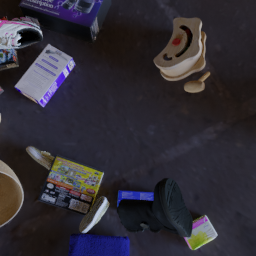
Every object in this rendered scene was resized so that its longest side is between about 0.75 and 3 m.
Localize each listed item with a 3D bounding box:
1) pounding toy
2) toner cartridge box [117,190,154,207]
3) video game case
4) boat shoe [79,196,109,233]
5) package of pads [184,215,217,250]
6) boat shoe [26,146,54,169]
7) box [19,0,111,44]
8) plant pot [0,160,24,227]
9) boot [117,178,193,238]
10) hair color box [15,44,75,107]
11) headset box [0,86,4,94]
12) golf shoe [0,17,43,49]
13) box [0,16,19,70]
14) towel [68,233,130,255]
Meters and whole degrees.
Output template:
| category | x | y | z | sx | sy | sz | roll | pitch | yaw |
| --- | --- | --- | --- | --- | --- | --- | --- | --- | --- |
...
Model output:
| category | x | y | z | sx | sy | sz | roll | pitch | yaw |
| --- | --- | --- | --- | --- | --- | --- | --- | --- | --- |
| pounding toy | 1.755 | -2.132 | 8.926 | 1.430 | 1.434 | 2.500 | -5 | 62 | 28 |
| toner cartridge box | 0.311 | 2.092 | 7.930 | 1.202 | 0.260 | 0.571 | 4 | 73 | 1 |
| video game case | -1.590 | 1.626 | 7.940 | 1.486 | 0.190 | 1.343 | 21 | 75 | -7 |
| boat shoe | -0.887 | 2.423 | 7.694 | 0.401 | 0.345 | 1.113 | 12 | 57 | 50 |
| package of pads | 1.947 | 2.878 | 7.698 | 0.839 | 0.286 | 0.648 | -28 | 76 | -7 |
| boat shoe | -2.446 | 0.884 | 8.241 | 1.187 | 0.427 | 0.368 | 37 | 62 | 1 |
| box | -2.014 | -4.102 | 9.309 | 2.476 | 0.976 | 1.748 | 18 | 73 | 5 |
| plant pot | -3.967 | 1.508 | 7.365 | 2.118 | 2.118 | 1.422 | -31 | 41 | -8 |
| boot | 0.406 | 1.689 | 5.820 | 1.512 | 1.800 | 0.687 | -4 | 46 | 27 |
| hair color box | -2.580 | -1.658 | 8.825 | 0.958 | 0.568 | 1.752 | 32 | 79 | 9 |
| headset box | -4.880 | -1.016 | 7.998 | 0.902 | 1.787 | 2.404 | 42 | 80 | 10 |
| golf shoe | -3.776 | -2.848 | 8.499 | 2.343 | 0.851 | 1.079 | -21 | 45 | -30 |
| box | -4.955 | -2.565 | 9.109 | 2.446 | 0.488 | 1.674 | -14 | 75 | -4 |
| towel | -0.837 | 3.957 | 7.312 | 1.655 | 0.555 | 2.241 | 6 | 74 | -5 |
